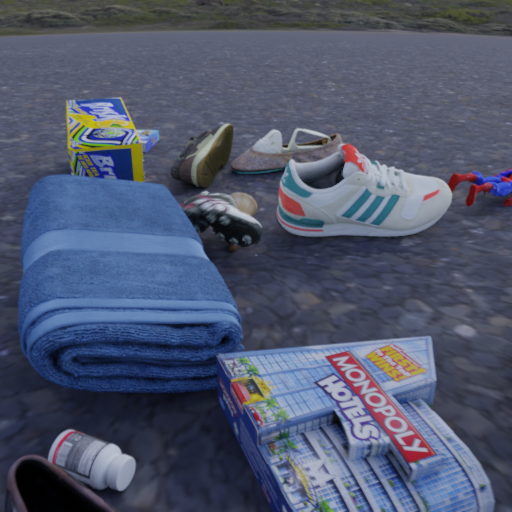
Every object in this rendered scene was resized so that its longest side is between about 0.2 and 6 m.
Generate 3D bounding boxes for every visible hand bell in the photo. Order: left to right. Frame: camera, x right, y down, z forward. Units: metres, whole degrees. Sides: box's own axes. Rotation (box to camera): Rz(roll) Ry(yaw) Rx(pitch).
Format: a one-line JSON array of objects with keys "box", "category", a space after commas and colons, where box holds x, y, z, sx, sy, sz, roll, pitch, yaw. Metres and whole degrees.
[{"box": [-0.356, -0.544, 10.473, 0.661, 0.661, 1.270, 2, 43, 4], "category": "hand bell"}]

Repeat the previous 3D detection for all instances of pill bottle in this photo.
[{"box": [-1.609, 2.036, 5.529, 0.780, 0.432, 0.432, 12, 29, 20], "category": "pill bottle"}]

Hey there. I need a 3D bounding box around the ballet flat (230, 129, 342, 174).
[{"box": [0.789, -2.686, 14.064, 2.937, 0.988, 1.000, -6, 28, -12], "category": "ballet flat"}]

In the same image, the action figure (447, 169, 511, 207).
[{"box": [5.305, -1.499, 12.157, 2.688, 0.695, 0.880, -10, 34, -29], "category": "action figure"}]

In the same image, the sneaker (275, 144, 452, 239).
[{"box": [2.047, -1.253, 10.296, 3.392, 1.586, 1.194, -4, 49, -2], "category": "sneaker"}]

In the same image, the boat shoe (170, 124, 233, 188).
[{"box": [-1.282, -2.589, 13.808, 0.976, 1.061, 2.969, 10, 33, 8], "category": "boat shoe"}]

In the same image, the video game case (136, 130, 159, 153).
[{"box": [-3.547, -3.292, 15.976, 1.237, 0.310, 1.365, 3, 27, 5], "category": "video game case"}]

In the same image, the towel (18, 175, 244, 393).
[{"box": [-1.958, 0.189, 7.971, 2.601, 1.131, 4.659, 5, 26, -23], "category": "towel"}]

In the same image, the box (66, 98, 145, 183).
[{"box": [-3.534, -2.428, 12.904, 1.441, 1.570, 4.482, -8, 29, -16], "category": "box"}]

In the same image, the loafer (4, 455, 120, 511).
[{"box": [-1.117, 2.485, 4.179, 2.743, 0.864, 0.986, 21, 34, 35], "category": "loafer"}]

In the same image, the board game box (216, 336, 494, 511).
[{"box": [1.138, 1.719, 5.777, 2.468, 0.762, 2.470, -11, 29, -19], "category": "board game box"}]

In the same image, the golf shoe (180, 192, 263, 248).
[{"box": [-0.589, -0.766, 10.045, 1.980, 0.764, 0.872, 18, 54, 36], "category": "golf shoe"}]
